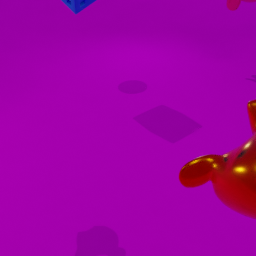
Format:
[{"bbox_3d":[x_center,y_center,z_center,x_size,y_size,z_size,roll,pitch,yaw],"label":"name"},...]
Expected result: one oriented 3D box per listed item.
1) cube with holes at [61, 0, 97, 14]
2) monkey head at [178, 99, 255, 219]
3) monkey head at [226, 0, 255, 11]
[{"bbox_3d":[-0.827,-2.736,4.534,0.980,0.980,0.980,-42,82,-17],"label":"cube with holes"},{"bbox_3d":[1.000,0.225,2.052,1.177,0.847,0.709,0,11,33],"label":"monkey head"},{"bbox_3d":[2.851,-3.652,6.545,1.384,1.924,1.160,19,80,-11],"label":"monkey head"}]
